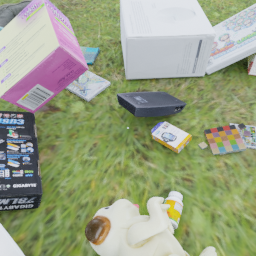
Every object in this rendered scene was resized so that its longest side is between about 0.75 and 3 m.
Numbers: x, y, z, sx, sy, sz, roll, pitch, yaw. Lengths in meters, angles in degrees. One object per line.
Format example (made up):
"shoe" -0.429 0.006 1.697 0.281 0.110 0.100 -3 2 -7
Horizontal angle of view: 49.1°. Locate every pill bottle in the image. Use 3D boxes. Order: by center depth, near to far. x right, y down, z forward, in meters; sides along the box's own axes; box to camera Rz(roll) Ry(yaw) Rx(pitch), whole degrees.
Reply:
"pill bottle" -3.075 2.904 4.406 1.659 1.659 2.956 35 57 28
"pill bottle" 0.977 1.811 6.223 0.422 0.422 0.761 15 49 13

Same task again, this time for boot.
"boot" -4.922 -4.383 11.516 2.235 0.892 2.458 -4 39 16

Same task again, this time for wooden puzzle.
"wooden puzzle" 2.659 0.321 7.701 1.486 0.104 0.881 -10 48 2

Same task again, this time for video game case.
"video game case" 3.255 0.225 7.884 0.733 0.089 0.804 8 48 7
"video game case" -1.390 -1.455 9.371 1.203 0.132 1.096 30 54 25
"video game case" 3.841 -3.246 9.911 2.633 0.312 2.396 -24 40 28

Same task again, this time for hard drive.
"hard drive" 0.665 -0.703 8.038 1.763 0.373 1.189 -7 29 -32

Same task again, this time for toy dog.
"toy dog" 0.253 2.295 5.286 2.200 1.535 2.133 34 92 25

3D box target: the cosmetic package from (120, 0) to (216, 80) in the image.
"cosmetic package" 1.174 -3.225 9.893 2.782 1.710 2.773 -2 48 -4

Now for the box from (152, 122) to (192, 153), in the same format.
"box" 1.131 0.216 7.594 1.011 0.210 0.602 30 59 35

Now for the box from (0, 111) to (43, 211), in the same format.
"box" -3.526 0.650 6.569 2.731 0.678 2.710 2 43 -27

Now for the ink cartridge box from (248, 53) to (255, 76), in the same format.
"ink cartridge box" 4.690 -2.756 9.956 0.584 1.009 1.732 12 48 10

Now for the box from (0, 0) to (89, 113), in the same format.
"box" -2.313 -1.876 7.129 1.939 1.066 2.204 -35 57 16

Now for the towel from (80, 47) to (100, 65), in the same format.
"towel" -1.865 -2.767 10.547 1.443 0.157 1.059 7 47 6

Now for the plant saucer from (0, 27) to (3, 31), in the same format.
"plant saucer" -5.121 -2.776 9.973 2.568 0.352 2.568 1 63 -2
